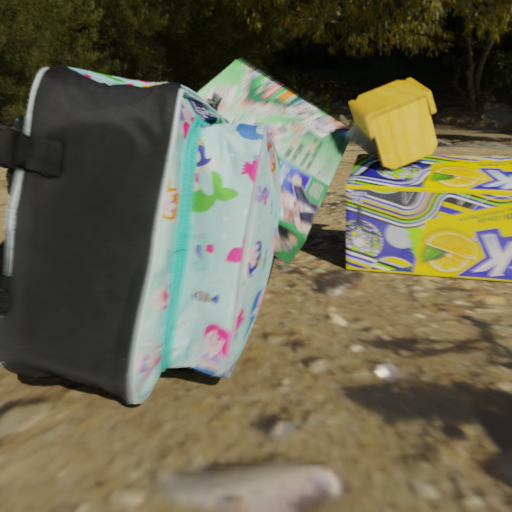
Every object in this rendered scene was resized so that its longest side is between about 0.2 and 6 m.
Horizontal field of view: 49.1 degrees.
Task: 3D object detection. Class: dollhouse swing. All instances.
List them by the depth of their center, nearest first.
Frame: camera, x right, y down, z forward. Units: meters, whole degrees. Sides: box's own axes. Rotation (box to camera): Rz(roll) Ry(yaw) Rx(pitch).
[{"bbox_3d":[2.126,-2.007,8.575,1.044,0.917,0.948,-23,37,0],"label":"dollhouse swing"}]

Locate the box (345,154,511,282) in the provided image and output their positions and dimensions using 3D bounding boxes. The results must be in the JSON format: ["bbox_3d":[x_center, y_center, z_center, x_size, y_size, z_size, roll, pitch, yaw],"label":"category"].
[{"bbox_3d":[3.697,-0.587,8.597,4.496,1.575,1.445,4,32,16],"label":"box"}]

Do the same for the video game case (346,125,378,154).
[{"bbox_3d":[2.095,-1.985,9.149,0.934,0.103,0.850,31,-47,-29],"label":"video game case"}]

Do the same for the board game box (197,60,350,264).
[{"bbox_3d":[0.042,-1.671,8.583,2.457,0.532,3.651,30,39,-1],"label":"board game box"}]

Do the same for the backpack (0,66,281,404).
[{"bbox_3d":[-0.958,-0.285,5.569,2.326,2.743,3.090,10,7,-3],"label":"backpack"}]
